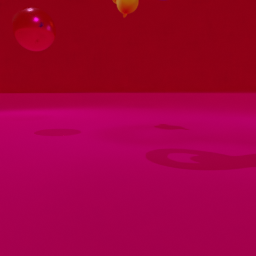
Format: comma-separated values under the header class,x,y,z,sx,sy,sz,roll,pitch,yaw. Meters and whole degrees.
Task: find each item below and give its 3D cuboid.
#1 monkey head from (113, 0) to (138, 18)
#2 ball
class,x,y,z,sx,sy,sz,roll,pitch,yaw
monkey head,0.021,-4.101,8.785,0.797,0.952,1.323,38,-20,-12
ball,-2.501,-2.629,7.508,1.108,1.108,1.108,0,8,0
